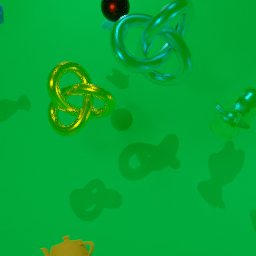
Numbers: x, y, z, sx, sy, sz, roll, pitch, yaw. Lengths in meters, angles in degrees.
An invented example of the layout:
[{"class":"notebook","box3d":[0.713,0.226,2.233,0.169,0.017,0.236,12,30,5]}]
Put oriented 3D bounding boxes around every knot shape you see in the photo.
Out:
[{"class":"knot shape","box3d":[0.739,-1.792,6.484,2.088,1.954,0.965,-26,36,0]},{"class":"knot shape","box3d":[-0.976,-0.569,5.985,1.458,0.720,1.558,8,109,-9]}]

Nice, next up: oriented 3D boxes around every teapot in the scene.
[{"class":"teapot","box3d":[-1.194,2.425,5.428,1.250,0.777,0.612,-19,72,19]}]

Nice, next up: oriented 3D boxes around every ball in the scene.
[{"class":"ball","box3d":[-0.314,-3.006,6.941,0.729,0.729,0.729,0,66,0]}]

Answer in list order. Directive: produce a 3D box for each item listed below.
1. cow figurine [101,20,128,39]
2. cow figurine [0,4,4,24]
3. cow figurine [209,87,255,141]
[{"class":"cow figurine","box3d":[-0.305,-3.245,8.450,0.634,1.137,1.156,-35,96,-41]},{"class":"cow figurine","box3d":[-3.930,-2.992,7.391,1.157,1.176,0.645,-38,70,30]},{"class":"cow figurine","box3d":[2.739,-0.414,6.924,0.947,1.698,1.726,40,86,19]}]
